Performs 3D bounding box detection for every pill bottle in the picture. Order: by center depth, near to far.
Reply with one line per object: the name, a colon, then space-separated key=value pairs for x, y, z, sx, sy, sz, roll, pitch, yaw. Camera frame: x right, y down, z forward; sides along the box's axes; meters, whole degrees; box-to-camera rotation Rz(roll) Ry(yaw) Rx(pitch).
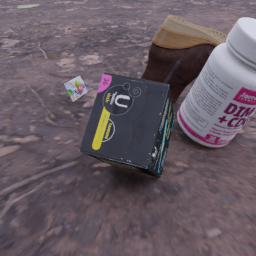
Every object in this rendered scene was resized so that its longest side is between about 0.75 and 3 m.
pill bottle: x=2.389 y=-0.956 z=6.519 sx=1.569 sy=2.767 sz=1.569 roll=11 pitch=45 yaw=-12

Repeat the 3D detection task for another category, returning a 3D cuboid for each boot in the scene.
boot: x=1.974 y=-1.814 z=8.622 sx=2.929 sy=2.436 sz=1.060 roll=24 pitch=36 yaw=2

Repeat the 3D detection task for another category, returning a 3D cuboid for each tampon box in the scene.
tampon box: x=0.121 y=0.061 z=5.526 sx=1.245 sy=1.972 sz=1.478 roll=13 pitch=79 yaw=15

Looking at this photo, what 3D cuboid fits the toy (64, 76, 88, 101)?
toy: x=-1.625 y=-1.339 z=9.206 sx=0.252 sy=0.614 sz=1.066 roll=-16 pitch=18 yaw=29
